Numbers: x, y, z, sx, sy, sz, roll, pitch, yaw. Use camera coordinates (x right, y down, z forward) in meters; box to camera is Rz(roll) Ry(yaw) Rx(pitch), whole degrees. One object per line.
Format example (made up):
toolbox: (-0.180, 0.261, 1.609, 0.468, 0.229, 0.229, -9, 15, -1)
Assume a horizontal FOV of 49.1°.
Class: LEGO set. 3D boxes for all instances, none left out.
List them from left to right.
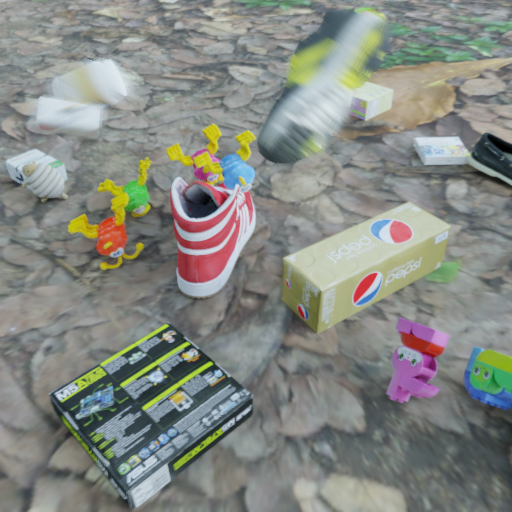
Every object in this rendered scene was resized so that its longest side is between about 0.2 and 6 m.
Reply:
LEGO set: (3.287, 2.132, 7.096, 1.429, 1.537, 3.746, 22, -2, -27)

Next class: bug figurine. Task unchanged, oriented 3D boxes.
bug figurine: (-1.725, -1.327, 11.337, 3.938, 1.013, 3.054, -26, 29, 3)

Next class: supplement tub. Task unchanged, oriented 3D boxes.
supplement tub: (-3.007, -3.017, 10.159, 1.112, 0.803, 0.803, -21, 38, 5)

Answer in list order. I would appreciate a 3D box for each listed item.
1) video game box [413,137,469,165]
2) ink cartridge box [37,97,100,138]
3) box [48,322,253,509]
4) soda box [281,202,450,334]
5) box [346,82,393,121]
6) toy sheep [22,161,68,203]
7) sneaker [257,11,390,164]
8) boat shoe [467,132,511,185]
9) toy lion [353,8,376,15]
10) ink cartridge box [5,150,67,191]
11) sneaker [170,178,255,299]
video game box: (4.706, -2.668, 14.223, 1.159, 0.271, 1.056, -1, 36, -2)
ink cartridge box: (-2.981, -2.190, 8.928, 0.906, 0.388, 0.668, 5, -3, -18)
box: (-1.467, 2.094, 7.919, 2.116, 0.503, 2.044, -31, 46, -33)
soda box: (1.970, 0.129, 10.024, 3.124, 1.000, 1.058, -23, 44, -27)
box: (3.173, -4.551, 16.379, 1.238, 0.599, 1.089, -30, 47, -34)
toy sheep: (-4.651, -1.618, 12.375, 0.789, 1.144, 0.789, -32, 37, 28)
sneaker: (0.805, -2.360, 7.818, 2.444, 0.910, 1.034, -49, 51, 0)
boat shoe: (6.274, -2.083, 12.852, 1.006, 0.892, 2.691, -29, 52, -36)
toy lion: (2.021, -4.503, 11.499, 1.201, 1.152, 0.412, 3, 19, -31)
ink cartridge box: (-5.171, -2.002, 13.185, 1.161, 0.482, 0.851, 28, 46, 31)
sneaker: (-0.735, -0.999, 10.700, 1.227, 1.937, 3.445, 6, 38, 7)
